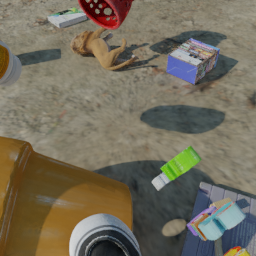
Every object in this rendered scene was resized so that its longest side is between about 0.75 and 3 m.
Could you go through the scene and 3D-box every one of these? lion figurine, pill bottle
[{"bbox_3d":[-0.948,-2.861,10.383,1.610,0.953,2.629,-39,61,-7],"label":"lion figurine"},{"bbox_3d":[-2.773,-1.316,5.134,0.969,1.745,0.969,-1,84,13],"label":"pill bottle"}]

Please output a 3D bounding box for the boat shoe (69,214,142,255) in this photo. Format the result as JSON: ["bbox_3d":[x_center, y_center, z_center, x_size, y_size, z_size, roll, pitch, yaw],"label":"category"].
[{"bbox_3d":[-0.076,2.473,3.819,0.964,2.757,0.913,-16,22,-17],"label":"boat shoe"}]

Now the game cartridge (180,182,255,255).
[{"bbox_3d":[1.965,2.476,5.471,1.768,0.524,2.728,19,48,13],"label":"game cartridge"}]

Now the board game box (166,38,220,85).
[{"bbox_3d":[2.327,-2.425,10.083,1.229,0.747,1.542,32,53,27],"label":"board game box"}]

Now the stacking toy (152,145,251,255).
[{"bbox_3d":[1.053,1.111,3.389,0.534,2.271,1.713,-36,76,-8],"label":"stacking toy"}]

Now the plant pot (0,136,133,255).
[{"bbox_3d":[-1.393,1.704,4.859,2.610,2.851,2.851,10,44,-13],"label":"plant pot"}]

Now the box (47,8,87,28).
[{"bbox_3d":[-2.856,-5.192,13.155,1.488,0.270,1.074,-30,53,-28],"label":"box"}]

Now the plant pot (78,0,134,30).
[{"bbox_3d":[-0.590,-4.388,9.217,1.669,1.669,1.520,26,77,23],"label":"plant pot"}]

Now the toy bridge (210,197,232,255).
[{"bbox_3d":[2.108,2.485,4.939,0.857,0.347,2.550,-13,48,-13],"label":"toy bridge"}]
